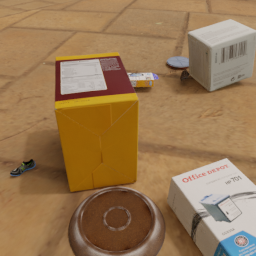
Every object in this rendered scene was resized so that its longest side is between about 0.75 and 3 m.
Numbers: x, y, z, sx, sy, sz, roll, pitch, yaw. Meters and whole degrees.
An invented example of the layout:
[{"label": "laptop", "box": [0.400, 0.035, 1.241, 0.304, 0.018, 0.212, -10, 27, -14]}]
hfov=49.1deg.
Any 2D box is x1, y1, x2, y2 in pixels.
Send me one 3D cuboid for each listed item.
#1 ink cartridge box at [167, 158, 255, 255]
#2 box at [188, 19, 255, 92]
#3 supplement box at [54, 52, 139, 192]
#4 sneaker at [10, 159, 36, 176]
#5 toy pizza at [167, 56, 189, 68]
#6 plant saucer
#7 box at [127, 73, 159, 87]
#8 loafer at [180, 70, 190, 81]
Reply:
[{"label": "ink cartridge box", "box": [2.416, 2.134, 6.848, 1.861, 1.092, 2.542, -16, 42, -19]}, {"label": "box", "box": [4.152, -3.299, 12.648, 2.280, 2.291, 1.963, -20, 41, -9]}, {"label": "supplement box", "box": [-0.974, -0.285, 8.434, 1.981, 2.942, 2.983, -7, 38, -8]}, {"label": "sneaker", "box": [-3.268, 1.203, 8.660, 0.810, 0.336, 0.287, -29, 44, -32]}, {"label": "toy pizza", "box": [2.704, -3.435, 14.781, 1.314, 0.208, 1.314, -1, 37, 1]}, {"label": "plant saucer", "box": [-0.282, 2.380, 7.110, 2.491, 0.400, 2.491, -1, 38, 1]}, {"label": "box", "box": [0.443, -2.190, 12.741, 1.832, 0.380, 1.090, 1, 27, -1]}, {"label": "loafer", "box": [2.598, -2.489, 13.082, 0.368, 0.358, 1.008, -23, 13, 27]}]
